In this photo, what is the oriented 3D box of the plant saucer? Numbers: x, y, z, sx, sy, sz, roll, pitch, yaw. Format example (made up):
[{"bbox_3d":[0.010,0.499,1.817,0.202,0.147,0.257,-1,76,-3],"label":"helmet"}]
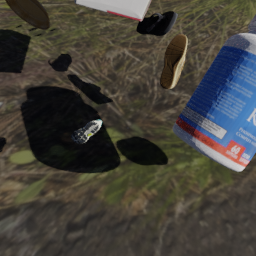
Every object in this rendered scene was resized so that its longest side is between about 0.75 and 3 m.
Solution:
[{"bbox_3d":[-2.841,-3.444,8.075,1.450,1.450,0.257,23,76,17],"label":"plant saucer"}]

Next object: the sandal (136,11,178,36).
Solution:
[{"bbox_3d":[0.723,-2.998,8.078,1.741,0.373,0.662,16,88,55],"label":"sandal"}]

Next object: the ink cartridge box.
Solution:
[{"bbox_3d":[-0.377,-3.956,7.127,1.762,1.022,2.387,9,48,-15],"label":"ink cartridge box"}]

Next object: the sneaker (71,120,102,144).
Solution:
[{"bbox_3d":[-0.880,0.078,6.084,0.815,0.316,0.324,-30,10,23],"label":"sneaker"}]

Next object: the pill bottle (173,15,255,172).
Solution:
[{"bbox_3d":[2.294,-0.773,5.477,1.648,1.648,2.937,35,101,24],"label":"pill bottle"}]

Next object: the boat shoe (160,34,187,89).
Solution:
[{"bbox_3d":[1.303,-1.832,7.821,0.539,1.512,0.488,28,21,26],"label":"boat shoe"}]
